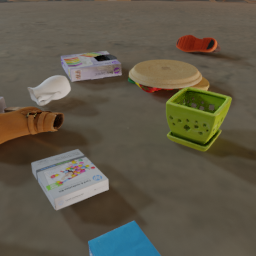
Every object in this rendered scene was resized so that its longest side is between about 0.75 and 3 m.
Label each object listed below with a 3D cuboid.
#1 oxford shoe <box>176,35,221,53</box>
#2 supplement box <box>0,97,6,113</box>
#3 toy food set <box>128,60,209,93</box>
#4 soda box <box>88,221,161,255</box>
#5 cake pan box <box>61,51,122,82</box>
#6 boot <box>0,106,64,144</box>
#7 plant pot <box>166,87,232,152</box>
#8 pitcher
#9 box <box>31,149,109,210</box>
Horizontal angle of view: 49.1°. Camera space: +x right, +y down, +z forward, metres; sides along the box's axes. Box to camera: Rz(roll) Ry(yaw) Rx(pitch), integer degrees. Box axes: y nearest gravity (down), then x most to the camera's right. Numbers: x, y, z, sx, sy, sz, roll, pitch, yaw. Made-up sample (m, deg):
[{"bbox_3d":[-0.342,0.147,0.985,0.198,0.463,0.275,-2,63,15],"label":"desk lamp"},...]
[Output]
[{"bbox_3d":[3.623,-4.242,14.625,0.911,0.894,2.513,13,11,-45],"label":"oxford shoe"},{"bbox_3d":[-4.735,-0.474,8.091,2.040,0.621,1.110,3,30,8],"label":"supplement box"},{"bbox_3d":[1.419,-1.944,10.562,2.799,0.681,2.771,-10,32,-16],"label":"toy food set"},{"bbox_3d":[0.335,2.246,3.287,0.780,0.738,2.301,-16,34,-25],"label":"soda box"},{"bbox_3d":[-1.563,-2.675,11.943,2.247,0.588,2.069,-10,34,-17],"label":"cake pan box"},{"bbox_3d":[-2.686,0.028,7.205,1.616,0.798,2.081,6,21,7],"label":"boot"},{"bbox_3d":[1.742,-0.205,7.093,1.278,1.160,1.272,19,34,29],"label":"plant pot"},{"bbox_3d":[-2.531,-1.200,9.291,1.270,0.770,1.089,-25,44,-21],"label":"pitcher"},{"bbox_3d":[-1.210,0.970,5.676,1.094,0.289,1.403,-16,31,-29],"label":"box"}]
